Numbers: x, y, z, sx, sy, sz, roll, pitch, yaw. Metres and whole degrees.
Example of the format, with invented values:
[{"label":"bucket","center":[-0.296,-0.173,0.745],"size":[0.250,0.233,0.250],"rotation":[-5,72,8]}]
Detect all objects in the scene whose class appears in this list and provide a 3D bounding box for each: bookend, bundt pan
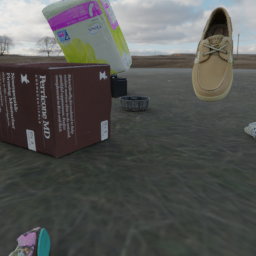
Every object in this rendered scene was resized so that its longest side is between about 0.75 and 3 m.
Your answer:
[{"label":"bookend","center":[-0.702,-2.424,15.770],"size":[2.220,1.023,2.206],"rotation":[14,20,42]},{"label":"bundt pan","center":[0.269,-0.987,11.387],"size":[1.271,0.477,1.271],"rotation":[-1,15,0]}]

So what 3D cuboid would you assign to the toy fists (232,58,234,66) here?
[{"label":"toy fists","center":[3.766,-2.580,11.001],"size":[0.772,0.394,0.266],"rotation":[-11,-12,5]}]

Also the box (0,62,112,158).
[{"label":"box","center":[-1.937,-0.651,7.144],"size":[2.389,1.982,1.962],"rotation":[10,18,34]}]

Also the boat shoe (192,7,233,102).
[{"label":"boat shoe","center":[1.978,-1.769,6.538],"size":[0.916,0.829,2.570],"rotation":[1,57,20]}]

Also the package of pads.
[{"label":"package of pads","center":[-1.336,-3.257,10.095],"size":[2.295,2.971,1.013],"rotation":[-7,36,25]}]

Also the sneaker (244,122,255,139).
[{"label":"sneaker","center":[3.469,0.121,7.385],"size":[0.440,0.398,1.032],"rotation":[-13,19,-28]}]

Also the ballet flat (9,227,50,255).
[{"label":"ballet flat","center":[-0.973,1.385,2.669],"size":[0.438,0.425,1.231],"rotation":[-23,15,-11]}]
